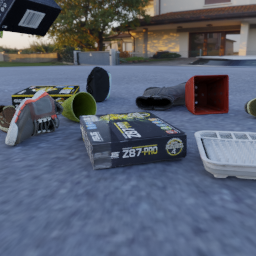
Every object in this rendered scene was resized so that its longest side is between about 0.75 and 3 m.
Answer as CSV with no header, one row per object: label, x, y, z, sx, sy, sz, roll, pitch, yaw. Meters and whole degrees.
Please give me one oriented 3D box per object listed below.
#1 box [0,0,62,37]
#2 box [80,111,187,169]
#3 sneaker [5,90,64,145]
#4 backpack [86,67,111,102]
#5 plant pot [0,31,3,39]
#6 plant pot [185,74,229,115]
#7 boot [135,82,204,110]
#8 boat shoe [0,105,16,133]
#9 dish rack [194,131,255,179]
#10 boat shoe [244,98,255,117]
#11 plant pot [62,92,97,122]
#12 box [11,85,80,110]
box,-2.440,-2.762,5.850,1.439,0.845,1.415,48,25,6
box,-0.038,0.163,6.830,2.046,0.623,2.539,-7,17,-13
sneaker,-2.443,-0.274,7.821,1.063,1.001,2.597,27,29,-8
backpack,-1.443,-2.118,13.700,1.560,1.655,2.029,-1,7,-27
plant pot,-3.899,-3.005,7.338,1.076,1.170,1.170,0,14,-19
plant pot,2.953,-1.303,10.950,1.441,1.440,1.270,-4,7,-12
boot,1.853,-1.203,11.562,2.868,1.001,1.888,-7,16,14
boat shoe,-3.622,-0.332,8.493,0.690,0.691,1.868,-13,20,-40
dish rack,2.299,0.548,5.773,1.741,0.442,2.029,3,15,8
boat shoe,4.864,-0.793,10.288,2.082,0.744,0.684,-11,8,-33
plant pot,-1.784,-0.654,9.454,1.075,1.006,1.006,-4,9,45
box,-3.397,-1.354,12.212,2.378,0.735,2.978,0,15,-4
